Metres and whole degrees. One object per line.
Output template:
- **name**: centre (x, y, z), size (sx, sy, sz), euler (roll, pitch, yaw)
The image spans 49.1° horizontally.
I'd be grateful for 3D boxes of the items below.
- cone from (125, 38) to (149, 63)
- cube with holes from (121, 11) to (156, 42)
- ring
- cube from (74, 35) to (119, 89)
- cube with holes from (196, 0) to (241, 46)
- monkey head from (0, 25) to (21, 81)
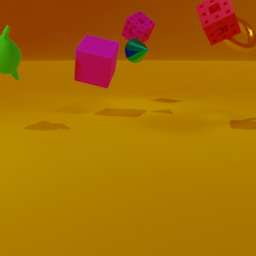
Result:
- **cone**: centre (0.498, -2.777, 10.019), size (0.919, 0.919, 0.923), euler (-8, 16, -28)
- **cube with holes**: centre (0.444, -4.330, 12.265), size (0.931, 0.931, 0.931), euler (42, 56, 8)
- **ring**: centre (3.262, -2.789, 8.309), size (1.315, 1.315, 0.263), euler (-7, -22, -25)
- **cube**: centre (-1.132, -2.421, 10.197), size (1.280, 1.280, 1.280), euler (14, 42, 1)
- **cube with holes**: centre (2.475, -2.981, 7.662), size (0.840, 0.840, 0.840), euler (-20, -28, 25)
- **monkey head**: centre (-3.630, -2.217, 8.031), size (1.097, 1.820, 1.309), euler (-2, 52, -12)
